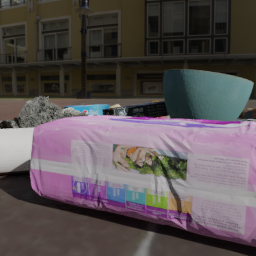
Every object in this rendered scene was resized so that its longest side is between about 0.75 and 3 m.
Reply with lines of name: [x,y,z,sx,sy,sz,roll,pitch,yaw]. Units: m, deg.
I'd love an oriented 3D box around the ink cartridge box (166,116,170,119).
ink cartridge box: [2.485,-0.418,11.813,1.113,0.641,1.921,5,9,32]

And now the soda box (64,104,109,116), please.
soda box: [-1.960,-0.728,13.644,0.721,0.763,2.248,7,11,43]

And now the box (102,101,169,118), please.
box: [0.369,-0.594,10.277,2.298,0.500,1.841,-9,7,-16]

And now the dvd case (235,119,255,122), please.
dvd case: [4.373,-0.114,10.861,2.402,0.297,1.806,-1,7,-15]

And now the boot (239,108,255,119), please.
boot: [6.412,-0.770,14.355,1.821,0.680,0.882,-4,11,-17]

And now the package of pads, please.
package of pads: [0.453,0.430,3.619,2.965,1.122,1.786,4,8,26]

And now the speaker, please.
speaker: [-1.828,0.392,5.045,2.036,0.827,0.827,-3,8,-18]

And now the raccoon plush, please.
raccoon plush: [-2.211,0.197,7.572,1.697,1.225,2.533,20,46,20]

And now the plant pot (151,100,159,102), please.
plant pot: [1.523,-1.073,16.431,0.873,0.873,0.936,2,22,17]

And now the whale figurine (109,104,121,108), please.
whale figurine: [-0.877,-0.843,15.644,1.259,0.653,1.002,-25,-1,44]

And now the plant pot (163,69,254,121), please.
plant pot: [2.260,-0.665,8.588,2.628,1.770,2.628,9,6,-1]

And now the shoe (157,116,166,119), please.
shoe: [1.285,-0.623,13.036,1.583,0.720,0.565,5,9,31]
